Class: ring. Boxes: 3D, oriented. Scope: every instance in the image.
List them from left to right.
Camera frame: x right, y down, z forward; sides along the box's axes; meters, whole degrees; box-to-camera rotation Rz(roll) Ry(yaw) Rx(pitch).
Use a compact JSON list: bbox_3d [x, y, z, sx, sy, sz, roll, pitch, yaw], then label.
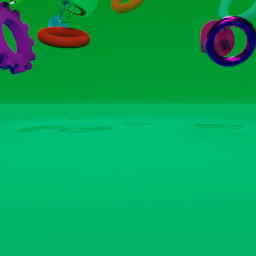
[{"bbox_3d":[-1.580,-2.250,6.938,1.287,0.257,1.287,6,31,-3],"label":"ring"},{"bbox_3d":[0.071,-3.896,8.352,1.278,1.278,0.256,4,-31,36],"label":"ring"},{"bbox_3d":[2.738,-2.290,7.485,1.326,1.326,0.265,2,27,16],"label":"ring"},{"bbox_3d":[3.162,-3.441,7.765,1.375,1.375,0.275,6,-17,47],"label":"ring"}]

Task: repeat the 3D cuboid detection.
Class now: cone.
[{"bbox_3d":[2.536,-2.592,8.785,1.120,1.120,1.124,-1,-5,-13],"label":"cone"}]

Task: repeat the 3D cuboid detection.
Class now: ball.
[{"bbox_3d":[-2.712,-3.995,10.961,0.767,0.767,0.767,0,5,0],"label":"ball"}]

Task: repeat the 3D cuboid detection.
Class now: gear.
[{"bbox_3d":[-3.036,-2.298,7.212,0.325,1.757,1.757,-10,3,15],"label":"gear"}]

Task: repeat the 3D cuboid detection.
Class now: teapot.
[{"bbox_3d":[-1.234,-3.308,6.613,0.929,1.180,1.897,-16,-28,-41],"label":"teapot"}]

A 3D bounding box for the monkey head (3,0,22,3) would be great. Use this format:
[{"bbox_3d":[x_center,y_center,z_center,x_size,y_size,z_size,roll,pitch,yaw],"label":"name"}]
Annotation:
[{"bbox_3d":[-2.837,-3.611,6.916,1.565,0.943,1.126,-29,27,-36],"label":"monkey head"}]
